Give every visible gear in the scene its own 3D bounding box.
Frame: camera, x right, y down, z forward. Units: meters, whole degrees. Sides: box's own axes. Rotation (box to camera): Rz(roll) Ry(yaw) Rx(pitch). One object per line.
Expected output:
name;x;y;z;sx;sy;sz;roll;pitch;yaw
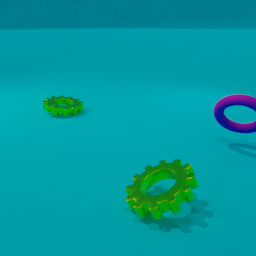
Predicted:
gear;0.566;1.015;4.842;1.250;0.231;1.250;-22;23;10
gear;-2.248;-0.794;9.748;1.342;0.248;1.342;7;25;-3

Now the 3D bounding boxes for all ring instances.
ring;2.711;-0.316;6.740;1.278;1.278;0.256;10;56;25
